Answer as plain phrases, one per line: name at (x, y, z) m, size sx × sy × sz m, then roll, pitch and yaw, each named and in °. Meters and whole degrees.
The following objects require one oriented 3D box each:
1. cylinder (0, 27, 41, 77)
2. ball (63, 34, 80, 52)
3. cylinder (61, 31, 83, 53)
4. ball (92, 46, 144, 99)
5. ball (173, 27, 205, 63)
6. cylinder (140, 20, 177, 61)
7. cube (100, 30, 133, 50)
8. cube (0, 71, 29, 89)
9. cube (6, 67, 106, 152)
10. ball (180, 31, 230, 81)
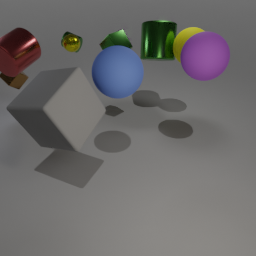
cylinder at (-4.339, -2.914, 10.786) m, size 1.400 × 1.400 × 1.400 m, roll 15°, pitch 49°, yaw 25°
ball at (-2.268, -3.404, 11.239) m, size 0.700 × 0.700 × 0.700 m, roll 0°, pitch 29°, yaw 0°
cylinder at (-2.453, -3.765, 12.272) m, size 0.700 × 0.700 × 0.700 m, roll 25°, pitch 33°, yaw 5°
ball at (-0.278, -1.499, 7.567) m, size 1.400 × 1.400 × 1.400 m, roll 0°, pitch 29°, yaw 0°
ball at (2.389, -3.026, 10.480) m, size 1.400 × 1.400 × 1.400 m, roll 0°, pitch 29°, yaw 0°
cylinder at (1.212, -3.428, 11.158) m, size 1.400 × 1.400 × 1.400 m, roll 2°, pitch 11°, yaw 0°
cube at (-0.417, -2.857, 9.716) m, size 0.700 × 0.700 × 0.700 m, roll -33°, pitch 4°, yaw -36°
cube at (-4.797, -2.159, 11.787) m, size 0.700 × 0.700 × 0.700 m, roll 41°, pitch 5°, yaw 14°
cube at (-1.661, -0.448, 6.731) m, size 1.400 × 1.400 × 1.400 m, roll 3°, pitch 49°, yaw 36°
ball at (2.249, -2.092, 8.211) m, size 1.400 × 1.400 × 1.400 m, roll 0°, pitch 29°, yaw 0°
